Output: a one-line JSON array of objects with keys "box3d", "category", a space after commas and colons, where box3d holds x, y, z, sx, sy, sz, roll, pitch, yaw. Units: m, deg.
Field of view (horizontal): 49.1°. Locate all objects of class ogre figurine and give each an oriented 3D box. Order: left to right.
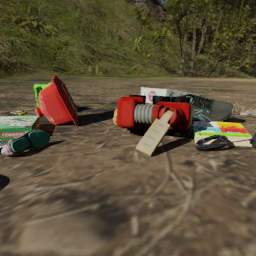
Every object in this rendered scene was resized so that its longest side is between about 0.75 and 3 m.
[{"box3d": [-3.895, -1.488, 13.616, 1.115, 1.363, 2.273, -23, 26, -22], "category": "ogre figurine"}]

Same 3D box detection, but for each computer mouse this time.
[{"box3d": [3.207, 0.483, 7.554, 2.754, 0.469, 0.807, -3, 27, 10], "category": "computer mouse"}]

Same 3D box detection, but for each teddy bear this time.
[{"box3d": [0.879, -0.564, 10.717, 2.864, 0.956, 2.077, 5, 12, 21], "category": "teddy bear"}]

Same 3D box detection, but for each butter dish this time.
[{"box3d": [-2.917, -0.887, 10.968, 1.465, 1.977, 1.982, -27, 20, -3], "category": "butter dish"}]

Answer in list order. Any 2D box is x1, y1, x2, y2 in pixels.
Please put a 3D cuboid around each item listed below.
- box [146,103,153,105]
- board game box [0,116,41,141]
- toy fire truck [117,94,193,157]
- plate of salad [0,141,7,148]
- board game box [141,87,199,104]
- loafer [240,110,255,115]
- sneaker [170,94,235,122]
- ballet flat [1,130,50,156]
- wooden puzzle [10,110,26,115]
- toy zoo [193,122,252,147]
[{"box3d": [1.440, -1.696, 16.008, 0.905, 0.751, 0.743, -12, 17, -42], "category": "box"}, {"box3d": [-4.601, -0.003, 9.372, 2.994, 0.436, 2.015, -2, 13, -9], "category": "board game box"}, {"box3d": [0.594, -0.203, 8.439, 2.314, 1.691, 2.629, 6, 4, 22], "category": "toy fire truck"}, {"box3d": [-3.986, 0.475, 7.611, 1.297, 0.312, 1.297, 8, 6, -1], "category": "plate of salad"}, {"box3d": [2.162, -1.564, 14.541, 2.519, 0.810, 1.859, 3, 7, -39], "category": "board game box"}, {"box3d": [5.585, -0.731, 12.940, 0.811, 0.255, 0.292, -2, 13, -8], "category": "loafer"}, {"box3d": [2.790, -0.790, 11.023, 2.624, 0.989, 1.040, 2, -31, 34], "category": "sneaker"}, {"box3d": [-2.802, 0.409, 7.626, 0.552, 0.537, 1.552, -16, 6, 25], "category": "ballet flat"}, {"box3d": [-5.236, -0.757, 13.396, 0.908, 0.106, 0.613, 8, 15, 32], "category": "wooden puzzle"}, {"box3d": [3.018, 0.103, 9.298, 1.656, 0.258, 2.525, 3, 14, 11], "category": "toy zoo"}]
